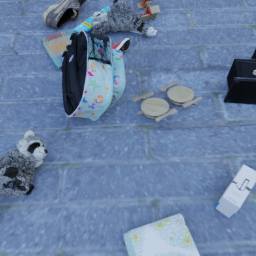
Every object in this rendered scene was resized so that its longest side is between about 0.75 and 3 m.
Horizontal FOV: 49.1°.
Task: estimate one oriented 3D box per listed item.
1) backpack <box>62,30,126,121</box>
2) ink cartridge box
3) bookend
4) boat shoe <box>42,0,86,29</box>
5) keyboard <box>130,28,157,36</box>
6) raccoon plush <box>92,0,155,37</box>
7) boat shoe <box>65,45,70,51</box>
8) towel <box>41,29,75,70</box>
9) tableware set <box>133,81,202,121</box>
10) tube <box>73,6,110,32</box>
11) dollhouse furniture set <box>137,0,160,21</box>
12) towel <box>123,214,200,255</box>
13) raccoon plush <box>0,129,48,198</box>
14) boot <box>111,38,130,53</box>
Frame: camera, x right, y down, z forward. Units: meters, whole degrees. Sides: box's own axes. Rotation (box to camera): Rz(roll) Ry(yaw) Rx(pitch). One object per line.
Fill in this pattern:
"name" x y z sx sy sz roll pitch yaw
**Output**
"backpack" -1.285 -1.612 9.726 2.021 2.383 2.684 13 58 -27
"ink cartridge box" 3.216 1.865 8.250 0.555 0.961 1.316 33 61 22
"bookend" 5.166 -2.342 10.872 2.782 1.290 2.800 4 56 3
"boat shoe" -2.767 -5.602 13.335 1.033 1.050 2.819 38 72 12
"keyboard" 0.562 -4.585 13.093 1.546 0.082 0.435 15 59 10
"raccoon plush" -0.364 -4.497 12.377 2.662 1.288 1.784 33 73 20
"boat shoe" -1.986 -2.611 11.348 0.649 0.548 1.821 -35 75 -22
"towel" -2.723 -3.501 12.281 1.631 0.241 2.223 -25 60 -17
"tableware set" 1.491 -0.909 10.442 2.256 0.452 1.491 -26 48 -23
"tube" -1.610 -5.020 13.199 2.003 0.505 0.776 -41 48 -18
"dollhouse furniture set" 0.786 -6.108 13.203 0.957 1.858 1.838 -16 89 -8
"towel" 1.001 3.539 7.434 1.799 0.506 2.101 -14 57 -13
"raccoon plush" -3.888 0.993 8.718 2.809 1.359 1.882 2 48 2
"boot" -0.567 -3.561 12.191 0.984 0.494 1.364 18 48 26
